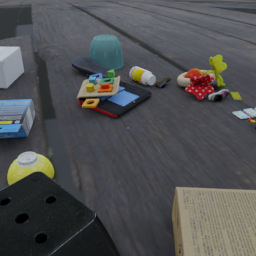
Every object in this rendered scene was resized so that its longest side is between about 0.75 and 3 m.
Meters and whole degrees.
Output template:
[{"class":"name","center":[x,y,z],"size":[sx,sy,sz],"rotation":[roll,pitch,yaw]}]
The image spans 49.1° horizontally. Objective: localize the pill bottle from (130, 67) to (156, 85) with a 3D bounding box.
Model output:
[{"class":"pill bottle","center":[0.686,-2.370,12.896],"size":[0.649,0.649,1.246],"rotation":[-23,38,-32]}]

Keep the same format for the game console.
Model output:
[{"class":"game console","center":[-0.563,-1.295,11.386],"size":[2.200,0.386,2.488],"rotation":[20,37,30]}]

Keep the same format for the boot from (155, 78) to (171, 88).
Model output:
[{"class":"boot","center":[1.669,-2.016,12.709],"size":[0.849,0.317,0.412],"rotation":[-22,47,-16]}]

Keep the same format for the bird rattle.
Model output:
[{"class":"bird rattle","center":[3.143,-2.067,12.286],"size":[2.539,1.430,2.070],"rotation":[-38,32,-31]}]

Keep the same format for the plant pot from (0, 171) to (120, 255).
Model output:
[{"class":"plant pot","center":[-1.443,2.069,4.363],"size":[2.249,2.000,2.255],"rotation":[26,39,35]}]

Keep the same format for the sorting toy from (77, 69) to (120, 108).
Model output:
[{"class":"sorting toy","center":[-1.157,-1.695,11.053],"size":[1.633,0.395,2.899],"rotation":[-7,34,7]}]

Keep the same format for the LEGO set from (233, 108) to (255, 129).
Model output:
[{"class":"LEGO set","center":[4.784,-0.387,9.869],"size":[1.341,0.441,1.795],"rotation":[-8,30,-13]}]

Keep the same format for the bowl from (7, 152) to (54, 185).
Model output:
[{"class":"bowl","center":[-2.589,1.019,7.362],"size":[1.205,0.649,1.205],"rotation":[1,32,0]}]

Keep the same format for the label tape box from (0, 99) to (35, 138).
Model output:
[{"class":"label tape box","center":[-4.100,-0.140,9.178],"size":[1.625,0.713,2.253],"rotation":[-3,32,-5]}]

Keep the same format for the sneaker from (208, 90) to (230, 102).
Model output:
[{"class":"sneaker","center":[3.786,-1.283,11.420],"size":[0.965,0.356,0.422],"rotation":[-15,35,-16]}]

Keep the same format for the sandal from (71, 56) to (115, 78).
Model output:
[{"class":"sandal","center":[-1.817,-2.843,13.891],"size":[2.719,0.582,1.034],"rotation":[33,50,28]}]

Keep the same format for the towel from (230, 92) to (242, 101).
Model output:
[{"class":"towel","center":[4.553,-1.350,11.787],"size":[0.331,0.069,0.769],"rotation":[4,31,5]}]

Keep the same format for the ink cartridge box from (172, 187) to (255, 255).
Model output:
[{"class":"ink cartridge box","center":[1.956,2.298,4.930],"size":[2.159,0.984,2.621],"rotation":[3,32,3]}]

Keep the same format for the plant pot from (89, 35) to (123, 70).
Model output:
[{"class":"plant pot","center":[-1.188,-4.064,14.854],"size":[1.875,1.504,1.875],"rotation":[0,32,0]}]

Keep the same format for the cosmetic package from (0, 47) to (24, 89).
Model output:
[{"class":"cosmetic package","center":[-6.367,-2.875,13.037],"size":[2.195,1.349,2.188],"rotation":[2,31,3]}]
